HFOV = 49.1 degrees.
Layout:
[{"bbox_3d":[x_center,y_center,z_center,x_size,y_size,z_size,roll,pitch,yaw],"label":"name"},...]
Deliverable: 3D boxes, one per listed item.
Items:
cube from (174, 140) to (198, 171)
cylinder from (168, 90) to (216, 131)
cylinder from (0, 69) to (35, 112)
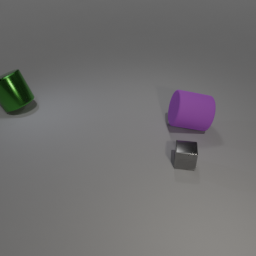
[{"bbox_3d":[1.915,0.904,9.310,0.700,0.700,0.700,5,34,8],"label":"cube"},{"bbox_3d":[2.422,-0.674,10.817,1.400,1.400,1.400,9,33,-9],"label":"cylinder"},{"bbox_3d":[-5.024,-1.620,12.135,1.400,1.400,1.400,-19,25,9],"label":"cylinder"}]
